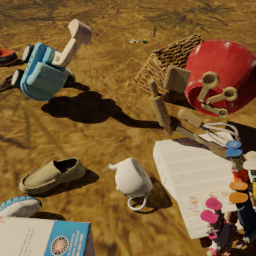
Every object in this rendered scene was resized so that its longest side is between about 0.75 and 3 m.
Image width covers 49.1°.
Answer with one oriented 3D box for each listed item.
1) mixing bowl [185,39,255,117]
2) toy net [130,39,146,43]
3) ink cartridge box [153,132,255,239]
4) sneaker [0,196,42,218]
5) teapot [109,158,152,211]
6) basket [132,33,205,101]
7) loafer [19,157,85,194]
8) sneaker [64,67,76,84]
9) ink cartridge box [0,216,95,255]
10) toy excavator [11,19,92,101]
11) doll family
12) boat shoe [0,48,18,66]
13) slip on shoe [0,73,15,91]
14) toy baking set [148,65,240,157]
[{"bbox_3d":[2.286,-1.068,7.334,2.136,2.136,1.157,24,60,26],"label":"mixing bowl"},{"bbox_3d":[0.485,-4.363,13.911,0.808,0.156,0.424,0,40,1],"label":"toy net"},{"bbox_3d":[1.960,1.320,6.860,2.116,0.743,2.604,-8,54,-10],"label":"ink cartridge box"},{"bbox_3d":[-2.670,2.078,5.853,1.851,0.694,0.802,-22,50,-12],"label":"sneaker"},{"bbox_3d":[0.054,1.280,6.670,0.747,1.010,1.023,-38,16,9],"label":"teapot"},{"bbox_3d":[1.871,-1.956,10.486,2.650,1.974,1.891,-30,81,-31],"label":"basket"},{"bbox_3d":[-1.894,1.113,6.989,1.655,0.565,0.626,-19,43,-21],"label":"loafer"},{"bbox_3d":[-2.845,-1.853,10.589,1.798,0.672,0.955,17,47,33],"label":"sneaker"},{"bbox_3d":[-1.883,2.598,4.196,2.510,1.815,1.848,4,41,4],"label":"ink cartridge box"},{"bbox_3d":[-2.228,-1.949,8.555,1.351,2.631,2.705,21,6,-38],"label":"toy excavator"},{"bbox_3d":[2.395,1.510,5.507,1.112,1.532,2.468,2,44,40],"label":"doll family"},{"bbox_3d":[-6.177,-3.251,12.022,2.776,0.869,0.988,4,38,2],"label":"boat shoe"},{"bbox_3d":[-4.651,-1.723,10.575,1.150,0.349,0.437,-29,48,-30],"label":"slip on shoe"},{"bbox_3d":[1.527,-0.259,6.493,1.987,2.589,0.301,6,42,32],"label":"toy baking set"}]
